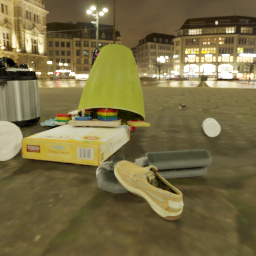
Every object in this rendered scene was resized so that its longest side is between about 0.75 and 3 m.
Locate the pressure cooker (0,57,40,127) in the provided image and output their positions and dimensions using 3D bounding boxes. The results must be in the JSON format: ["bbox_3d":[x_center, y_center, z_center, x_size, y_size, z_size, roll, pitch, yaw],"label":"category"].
[{"bbox_3d":[-4.807,-1.474,11.335,2.392,2.719,2.429,9,15,40],"label":"pressure cooker"}]

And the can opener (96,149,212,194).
[{"bbox_3d":[0.515,0.839,5.297,2.291,0.603,0.762,-5,46,-16],"label":"can opener"}]

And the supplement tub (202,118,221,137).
[{"bbox_3d":[2.850,-0.031,9.595,0.530,0.530,0.804,2,10,10],"label":"supplement tub"}]

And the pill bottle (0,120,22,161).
[{"bbox_3d":[-3.545,0.213,7.136,1.742,0.967,0.967,10,15,40],"label":"pill bottle"}]

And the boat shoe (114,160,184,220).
[{"bbox_3d":[0.318,0.792,4.338,0.497,0.529,1.388,-18,36,-40],"label":"boat shoe"}]

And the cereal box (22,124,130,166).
[{"bbox_3d":[-1.222,0.322,7.641,1.976,0.543,2.747,4,10,15],"label":"cereal box"}]

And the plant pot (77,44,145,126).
[{"bbox_3d":[-0.473,-1.470,9.316,2.193,2.344,2.193,4,-13,1],"label":"plant pot"}]

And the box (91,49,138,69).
[{"bbox_3d":[-0.661,-2.529,12.128,1.908,1.364,0.344,14,43,-2],"label":"box"}]

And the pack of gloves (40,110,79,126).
[{"bbox_3d":[-1.939,-0.298,11.219,2.473,0.581,2.944,-23,15,-34],"label":"pack of gloves"}]

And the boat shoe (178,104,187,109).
[{"bbox_3d":[3.317,-1.311,16.986,0.299,0.295,0.804,-5,12,-24],"label":"boat shoe"}]

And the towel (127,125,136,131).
[{"bbox_3d":[-1.065,-0.055,10.467,2.355,0.265,1.703,-7,12,-32],"label":"towel"}]

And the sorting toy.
[{"bbox_3d":[-0.837,-0.363,8.539,2.992,0.506,1.442,2,6,2],"label":"sorting toy"}]

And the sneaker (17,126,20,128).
[{"bbox_3d":[-3.525,0.210,8.358,0.370,0.520,1.048,2,12,-1],"label":"sneaker"}]
